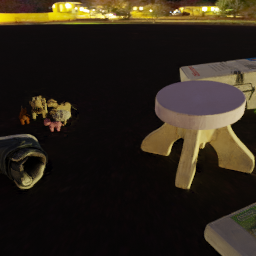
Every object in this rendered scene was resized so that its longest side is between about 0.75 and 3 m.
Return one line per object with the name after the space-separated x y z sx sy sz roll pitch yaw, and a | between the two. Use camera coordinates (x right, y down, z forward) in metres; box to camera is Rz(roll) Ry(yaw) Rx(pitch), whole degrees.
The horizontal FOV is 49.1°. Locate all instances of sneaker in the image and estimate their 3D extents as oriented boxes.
-2.329 0.616 4.871 1.821 0.692 1.315 -13 24 -29 | sneaker

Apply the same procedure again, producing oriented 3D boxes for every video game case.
2.744 1.537 3.302 2.677 0.295 2.437 -12 27 -26 | video game case

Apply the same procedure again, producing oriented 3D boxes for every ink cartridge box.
2.963 -1.281 8.214 2.611 1.100 1.906 -7 22 6 | ink cartridge box

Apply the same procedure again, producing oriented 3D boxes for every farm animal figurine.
-2.135 -0.499 7.357 1.394 0.701 1.126 10 26 20 | farm animal figurine

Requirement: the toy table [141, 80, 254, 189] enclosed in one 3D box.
1.306 0.007 5.370 2.214 1.410 2.408 16 28 31 | toy table

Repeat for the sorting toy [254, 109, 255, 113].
3.833 -0.498 7.802 0.497 0.340 0.828 6 24 13 | sorting toy
